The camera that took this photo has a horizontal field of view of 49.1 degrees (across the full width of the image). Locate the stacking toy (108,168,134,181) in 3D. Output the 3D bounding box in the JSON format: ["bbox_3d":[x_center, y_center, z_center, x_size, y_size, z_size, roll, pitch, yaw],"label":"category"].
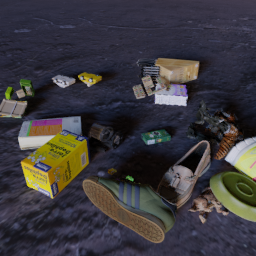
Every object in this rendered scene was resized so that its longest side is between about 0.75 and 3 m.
[{"bbox_3d":[-0.183,1.600,8.036,0.904,0.682,0.212,18,38,37],"label":"stacking toy"}]

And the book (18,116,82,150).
[{"bbox_3d":[-2.862,0.088,10.576,2.186,0.525,1.460,-5,32,-9],"label":"book"}]

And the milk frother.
[{"bbox_3d":[-0.911,0.183,9.839,1.079,1.147,1.035,18,42,26],"label":"milk frother"}]

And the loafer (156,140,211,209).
[{"bbox_3d":[1.694,1.292,8.410,0.995,0.870,2.769,23,40,30],"label":"loafer"}]

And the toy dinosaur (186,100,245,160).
[{"bbox_3d":[3.261,0.042,9.971,1.979,1.489,2.916,23,16,5],"label":"toy dinosaur"}]

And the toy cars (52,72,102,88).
[{"bbox_3d":[-2.562,-2.350,14.171,2.502,0.554,1.122,-6,33,-3],"label":"toy cars"}]

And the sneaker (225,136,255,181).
[{"bbox_3d":[4.630,0.800,9.017,2.966,1.159,1.339,-24,57,-15],"label":"sneaker"}]

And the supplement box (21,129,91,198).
[{"bbox_3d":[-2.134,1.033,8.642,1.033,1.039,1.897,17,38,24],"label":"supplement box"}]

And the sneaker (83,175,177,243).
[{"bbox_3d":[0.114,1.917,7.572,2.654,0.890,1.191,25,36,29],"label":"sneaker"}]

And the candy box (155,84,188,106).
[{"bbox_3d":[1.986,-1.564,12.986,1.423,0.509,1.194,4,34,5],"label":"candy box"}]

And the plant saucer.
[{"bbox_3d":[3.176,1.778,7.762,1.807,0.281,1.807,15,29,-9],"label":"plant saucer"}]

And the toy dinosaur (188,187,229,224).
[{"bbox_3d":[2.130,1.987,7.676,1.386,0.595,0.939,-16,36,-15],"label":"toy dinosaur"}]

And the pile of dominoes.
[{"bbox_3d":[0.937,-2.010,13.246,1.453,0.297,1.865,-21,26,5],"label":"pile of dominoes"}]

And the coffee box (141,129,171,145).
[{"bbox_3d":[1.040,0.335,10.396,0.951,0.209,0.585,-11,29,-15],"label":"coffee box"}]

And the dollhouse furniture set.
[{"bbox_3d":[-4.881,-1.115,12.490,1.107,0.855,2.214,8,53,-1],"label":"dollhouse furniture set"}]

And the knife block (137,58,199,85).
[{"bbox_3d":[1.989,-3.205,15.043,2.858,0.914,2.509,-20,40,-26],"label":"knife block"}]
